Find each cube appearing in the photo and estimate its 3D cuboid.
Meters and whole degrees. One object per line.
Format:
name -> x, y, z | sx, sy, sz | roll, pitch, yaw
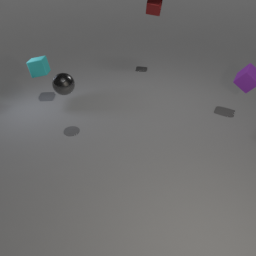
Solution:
cube -> -3.910, -2.692, 12.299 | 0.700, 0.700, 0.700 | -10, 28, 6
cube -> 1.276, -5.957, 13.519 | 0.700, 0.700, 0.700 | 11, 71, 3
cube -> 4.645, -1.919, 10.827 | 0.700, 0.700, 0.700 | 40, 54, -5

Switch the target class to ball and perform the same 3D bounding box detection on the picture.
ball -> -2.033, -1.386, 8.845 | 0.700, 0.700, 0.700 | 0, 32, 0
